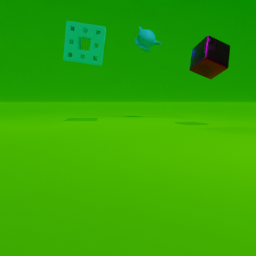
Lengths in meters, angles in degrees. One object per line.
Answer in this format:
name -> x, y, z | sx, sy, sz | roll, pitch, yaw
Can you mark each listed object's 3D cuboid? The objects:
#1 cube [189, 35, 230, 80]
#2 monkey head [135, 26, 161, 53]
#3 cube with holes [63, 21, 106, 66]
cube -> 2.622, -2.242, 8.999 | 0.882, 0.882, 0.882 | 18, -21, -16
monkey head -> 0.867, -3.879, 12.552 | 1.444, 0.870, 1.039 | 47, 14, 26
cube with holes -> -1.599, -3.159, 10.584 | 1.353, 1.353, 1.353 | 7, 14, -5
